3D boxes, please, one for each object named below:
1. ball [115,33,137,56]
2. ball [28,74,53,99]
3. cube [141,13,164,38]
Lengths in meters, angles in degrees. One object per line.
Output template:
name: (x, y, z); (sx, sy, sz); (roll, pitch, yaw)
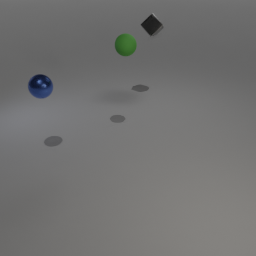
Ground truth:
ball: (-0.074, -2.633, 8.888); (0.700, 0.700, 0.700); (0, 28, 0)
ball: (-2.507, -1.191, 8.043); (0.700, 0.700, 0.700); (0, 28, 0)
cube: (1.063, -4.436, 12.197); (0.700, 0.700, 0.700); (-41, 3, 15)
